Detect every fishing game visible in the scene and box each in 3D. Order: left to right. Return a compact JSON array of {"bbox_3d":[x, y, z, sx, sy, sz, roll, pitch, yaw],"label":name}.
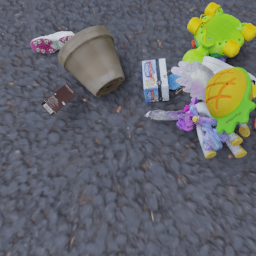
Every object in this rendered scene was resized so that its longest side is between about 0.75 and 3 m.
[{"bbox_3d":[1.676,-1.696,10.349,0.752,0.163,1.050,-36,58,-2],"label":"fishing game"}]

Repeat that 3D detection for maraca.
[{"bbox_3d":[2.718,-0.772,7.504,1.136,1.456,2.124,22,45,-19],"label":"maraca"}]

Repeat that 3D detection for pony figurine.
[{"bbox_3d":[2.343,-0.506,8.801,2.849,2.458,2.951,3,50,-34],"label":"pony figurine"}]

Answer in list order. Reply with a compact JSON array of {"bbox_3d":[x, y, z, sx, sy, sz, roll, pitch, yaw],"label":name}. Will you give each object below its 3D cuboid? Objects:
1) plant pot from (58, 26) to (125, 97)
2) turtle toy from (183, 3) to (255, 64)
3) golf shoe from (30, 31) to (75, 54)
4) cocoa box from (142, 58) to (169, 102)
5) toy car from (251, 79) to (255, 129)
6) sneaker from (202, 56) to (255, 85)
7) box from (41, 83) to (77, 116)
[{"bbox_3d":[-1.075,-2.159,9.781,2.070,2.070,1.796,-31,83,-15],"label":"plant pot"},{"bbox_3d":[3.149,-3.153,10.410,2.107,1.461,2.891,41,70,17],"label":"turtle toy"},{"bbox_3d":[-2.913,-3.432,11.118,1.820,0.685,0.833,-6,44,-4],"label":"golf shoe"},{"bbox_3d":[0.968,-1.682,9.931,0.843,0.857,1.285,-5,62,7],"label":"cocoa box"},{"bbox_3d":[4.711,-1.034,9.647,2.397,0.568,2.547,-30,86,-27],"label":"toy car"},{"bbox_3d":[3.505,-1.721,9.980,2.299,0.837,0.973,17,98,-17],"label":"sneaker"},{"bbox_3d":[-2.234,-0.935,9.116,0.525,0.393,1.048,49,54,-14],"label":"box"}]
